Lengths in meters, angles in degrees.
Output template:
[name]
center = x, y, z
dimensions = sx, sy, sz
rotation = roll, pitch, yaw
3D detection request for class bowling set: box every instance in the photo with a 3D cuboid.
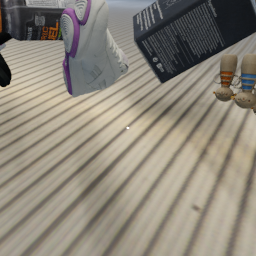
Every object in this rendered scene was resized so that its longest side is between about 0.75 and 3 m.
[bowling set]
center = 2.370, -0.661, 4.823
dimensions = 2.143, 1.150, 1.491
rotation = 13, 16, 32

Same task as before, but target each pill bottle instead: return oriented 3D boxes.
[pill bottle]
center = -1.823, -2.381, 5.830
dimensions = 2.072, 1.101, 1.101
rotation = -9, 32, -26

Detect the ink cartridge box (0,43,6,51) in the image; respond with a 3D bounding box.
[ink cartridge box]
center = -4.255, -2.587, 7.453
dimensions = 0.406, 1.874, 1.840
rotation = 9, 47, 16

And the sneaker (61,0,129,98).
[sneaker]
center = -0.466, -1.267, 4.420
dimensions = 1.121, 2.250, 0.842
rotation = -11, 74, -17

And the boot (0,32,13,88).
[boot]
center = -3.068, -2.065, 6.623
dimensions = 1.975, 0.731, 1.618
rotation = 39, 58, 2

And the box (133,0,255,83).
[box]
center = 1.655, -2.845, 7.518
dimensions = 2.779, 1.488, 2.062
rotation = -27, 33, 20
